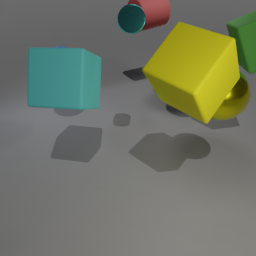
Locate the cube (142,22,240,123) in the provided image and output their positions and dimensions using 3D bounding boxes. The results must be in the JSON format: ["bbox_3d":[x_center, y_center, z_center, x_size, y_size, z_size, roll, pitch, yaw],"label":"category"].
[{"bbox_3d":[1.445,-1.212,6.240,1.400,1.400,1.400,33,83,34],"label":"cube"}]

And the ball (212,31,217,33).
[{"bbox_3d":[2.622,-2.553,9.456,1.400,1.400,1.400,0,32,0],"label":"ball"}]

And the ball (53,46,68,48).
[{"bbox_3d":[-2.388,-2.225,10.103,1.400,1.400,1.400,0,32,0],"label":"ball"}]

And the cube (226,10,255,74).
[{"bbox_3d":[3.913,-2.640,8.242,1.400,1.400,1.400,-20,22,15],"label":"cube"}]

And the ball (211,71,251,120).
[{"bbox_3d":[2.455,-0.898,7.353,1.400,1.400,1.400,0,32,0],"label":"ball"}]

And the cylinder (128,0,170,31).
[{"bbox_3d":[0.889,-5.078,12.240,1.400,1.400,1.400,-22,38,-22],"label":"cylinder"}]

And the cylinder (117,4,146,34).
[{"bbox_3d":[0.106,-2.789,7.217,0.700,0.700,0.700,2,19,3],"label":"cylinder"}]

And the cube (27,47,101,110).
[{"bbox_3d":[-1.566,-1.213,7.153,1.400,1.400,1.400,4,6,11],"label":"cube"}]
